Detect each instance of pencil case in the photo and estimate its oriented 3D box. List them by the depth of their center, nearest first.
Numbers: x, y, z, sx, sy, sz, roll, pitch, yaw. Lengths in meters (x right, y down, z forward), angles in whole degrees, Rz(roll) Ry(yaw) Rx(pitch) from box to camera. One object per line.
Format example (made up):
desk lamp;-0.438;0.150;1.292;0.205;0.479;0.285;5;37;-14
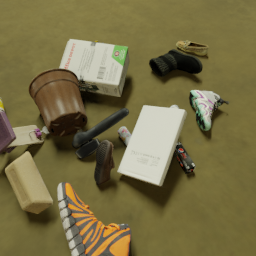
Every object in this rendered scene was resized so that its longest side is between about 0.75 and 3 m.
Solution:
pencil case;-0.006;0.322;9.312;0.373;0.342;0.822;-17;53;-32

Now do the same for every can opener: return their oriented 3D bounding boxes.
can opener;-0.884;0.048;9.006;2.205;0.699;0.867;-38;99;2

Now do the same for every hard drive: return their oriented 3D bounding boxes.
hard drive;0.713;0.447;8.347;1.503;0.304;2.279;10;72;39

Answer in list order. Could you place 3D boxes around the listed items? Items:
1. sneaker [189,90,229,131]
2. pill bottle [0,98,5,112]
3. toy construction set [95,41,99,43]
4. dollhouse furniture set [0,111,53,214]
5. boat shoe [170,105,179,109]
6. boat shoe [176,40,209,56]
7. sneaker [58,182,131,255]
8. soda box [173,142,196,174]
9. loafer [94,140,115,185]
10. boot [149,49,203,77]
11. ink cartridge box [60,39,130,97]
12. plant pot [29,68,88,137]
sneaker;2.994;-0.723;9.892;1.263;0.702;1.806;-6;53;-3
pill bottle;-4.693;-0.670;9.965;0.525;0.525;0.918;-21;55;-15
toy construction set;-1.363;-3.142;11.850;1.156;0.964;0.888;-33;37;3
dollhouse furniture set;-3.087;1.231;8.705;2.057;2.296;2.898;-10;67;-60
boat shoe;1.286;-0.217;9.074;0.407;1.101;0.469;29;35;-19
boat shoe;2.832;-3.606;12.295;1.431;0.449;0.525;20;55;15
sneaker;-0.841;2.543;7.272;1.547;1.071;2.761;-17;64;-17
soda box;1.732;0.939;8.821;0.313;0.350;0.989;-19;55;-11
loafer;-0.648;0.980;8.215;0.505;1.423;0.520;-5;31;-35
boot;1.889;-2.465;11.225;1.371;0.690;1.834;-32;48;-30
ink cartridge box;-1.254;-2.293;10.658;2.328;0.978;1.699;11;72;8
plant pot;-2.240;-0.771;9.394;1.757;1.757;1.739;-19;61;-14
